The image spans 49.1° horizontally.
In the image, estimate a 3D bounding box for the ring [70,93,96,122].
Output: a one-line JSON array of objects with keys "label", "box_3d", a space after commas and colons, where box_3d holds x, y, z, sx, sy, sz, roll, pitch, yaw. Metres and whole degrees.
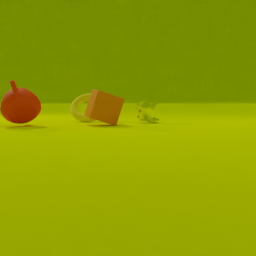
[{"label": "ring", "box_3d": [-1.285, -0.680, 9.218, 1.233, 0.247, 1.233, -2, 50, 2]}]

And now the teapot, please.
[{"label": "teapot", "box_3d": [-2.860, -0.603, 7.464, 1.015, 1.632, 0.799, -17, 54, -17]}]

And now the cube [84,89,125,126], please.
[{"label": "cube", "box_3d": [-0.662, -0.575, 7.710, 0.771, 0.771, 0.771, 17, 3, -22]}]

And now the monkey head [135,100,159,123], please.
[{"label": "monkey head", "box_3d": [0.631, -0.511, 8.613, 0.778, 0.652, 1.082, 21, 22, 34]}]
